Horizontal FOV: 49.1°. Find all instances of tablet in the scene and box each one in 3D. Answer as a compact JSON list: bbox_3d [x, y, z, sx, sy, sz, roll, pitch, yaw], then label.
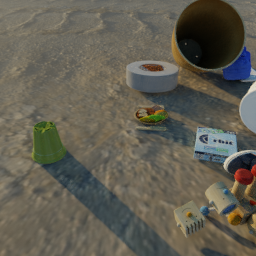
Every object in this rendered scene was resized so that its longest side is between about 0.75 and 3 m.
[{"bbox_3d":[5.216,-2.464,12.467,1.120,0.118,1.722,-4,32,-5],"label":"tablet"}]

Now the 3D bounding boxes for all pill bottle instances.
[{"bbox_3d":[4.746,-0.962,8.604,1.707,1.707,2.987,27,41,35],"label":"pill bottle"}]

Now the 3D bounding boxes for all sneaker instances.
[{"bbox_3d":[3.153,0.917,6.629,1.634,0.641,0.649,-3,27,-8],"label":"sneaker"}]

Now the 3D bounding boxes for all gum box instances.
[{"bbox_3d":[2.405,0.456,7.696,1.073,0.281,1.263,8,33,13],"label":"gum box"}]

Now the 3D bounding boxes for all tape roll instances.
[{"bbox_3d":[0.959,-2.091,11.166,2.055,0.679,2.055,2,29,-1],"label":"tape roll"}]

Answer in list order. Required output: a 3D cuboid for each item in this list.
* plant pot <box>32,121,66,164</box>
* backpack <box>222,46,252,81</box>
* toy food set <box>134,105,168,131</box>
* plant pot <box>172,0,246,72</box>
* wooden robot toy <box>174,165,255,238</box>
[{"bbox_3d":[-2.136,0.313,7.374,0.919,0.873,0.919,0,31,0],"label":"plant pot"},{"bbox_3d":[4.515,-2.700,11.755,1.191,1.230,1.466,-4,37,27],"label":"backpack"},{"bbox_3d":[0.753,-0.482,9.134,1.104,0.321,1.599,2,32,3],"label":"toy food set"},{"bbox_3d":[2.882,-3.470,11.645,2.710,2.710,2.908,-4,1,-6],"label":"plant pot"},{"bbox_3d":[2.328,1.566,5.281,2.723,1.200,1.236,-13,45,-18],"label":"wooden robot toy"}]
